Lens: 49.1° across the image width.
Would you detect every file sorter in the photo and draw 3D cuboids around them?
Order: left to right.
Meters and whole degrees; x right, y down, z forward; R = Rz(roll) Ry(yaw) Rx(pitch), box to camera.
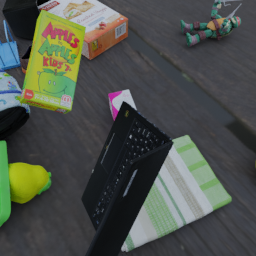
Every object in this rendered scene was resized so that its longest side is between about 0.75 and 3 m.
[{"bbox_3d":[-4.552,-2.558,8.932,1.778,1.091,1.234,-16,57,-11],"label":"file sorter"}]

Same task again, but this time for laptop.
[{"bbox_3d":[-0.412,0.846,3.921,1.252,2.148,2.423,15,18,-33],"label":"laptop"}]

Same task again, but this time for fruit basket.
[{"bbox_3d":[-2.829,1.309,6.284,2.055,1.482,2.055,34,31,-24],"label":"fruit basket"}]

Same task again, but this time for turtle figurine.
[{"bbox_3d":[3.044,-3.594,9.649,2.258,1.137,1.691,-18,39,7],"label":"turtle figurine"}]

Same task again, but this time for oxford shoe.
[{"bbox_3d":[-2.865,-2.516,9.179,0.613,0.625,1.723,20,57,14],"label":"oxford shoe"}]

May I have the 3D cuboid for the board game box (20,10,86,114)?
[{"bbox_3d":[-1.053,-0.921,3.990,0.658,0.309,1.296,13,77,-27],"label":"board game box"}]

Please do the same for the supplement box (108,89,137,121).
[{"bbox_3d":[-0.098,-0.389,7.683,0.609,0.622,1.203,-13,57,-8],"label":"supplement box"}]

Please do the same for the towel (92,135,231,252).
[{"bbox_3d":[0.742,1.418,6.617,2.739,0.420,2.043,-18,59,-15],"label":"towel"}]

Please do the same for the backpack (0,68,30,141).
[{"bbox_3d":[-3.827,-0.289,6.643,2.833,2.311,2.178,-14,71,-17],"label":"backpack"}]

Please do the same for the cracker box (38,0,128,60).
[{"bbox_3d":[-1.607,-3.759,9.921,2.764,0.797,1.852,37,62,23],"label":"cracker box"}]

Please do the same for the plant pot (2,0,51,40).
[{"bbox_3d":[-3.437,-3.984,9.759,1.337,1.508,1.504,-6,55,3],"label":"plant pot"}]
